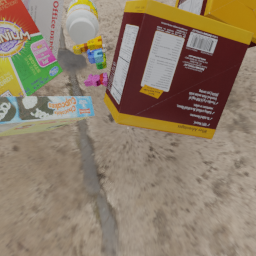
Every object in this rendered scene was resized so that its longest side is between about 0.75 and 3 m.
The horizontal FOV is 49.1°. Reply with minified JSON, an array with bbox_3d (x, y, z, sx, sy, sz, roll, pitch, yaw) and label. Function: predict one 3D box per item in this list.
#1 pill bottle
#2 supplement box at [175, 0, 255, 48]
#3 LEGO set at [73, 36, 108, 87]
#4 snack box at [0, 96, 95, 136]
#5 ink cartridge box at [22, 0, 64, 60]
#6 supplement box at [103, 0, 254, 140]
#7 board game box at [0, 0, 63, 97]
[{"bbox_3d":[-1.548,-3.622,9.572,1.095,1.095,1.941,-5,41,-4],"label":"pill bottle"},{"bbox_3d":[2.593,-3.163,8.042,1.993,2.021,1.342,16,86,-23],"label":"supplement box"},{"bbox_3d":[-1.027,-1.895,7.496,0.803,0.746,1.957,-11,42,3],"label":"LEGO set"},{"bbox_3d":[-1.894,-0.182,4.923,1.383,0.442,2.380,-15,-4,36],"label":"snack box"},{"bbox_3d":[-3.246,-2.880,7.220,2.495,1.830,1.822,-14,42,-41],"label":"ink cartridge box"},{"bbox_3d":[0.922,-1.233,6.097,2.301,2.333,1.549,9,20,-19],"label":"supplement box"},{"bbox_3d":[-2.418,-1.589,5.416,0.416,2.065,1.580,2,40,43],"label":"board game box"}]
